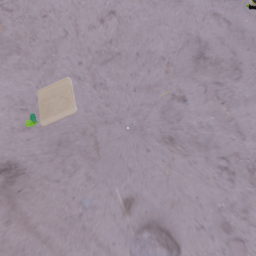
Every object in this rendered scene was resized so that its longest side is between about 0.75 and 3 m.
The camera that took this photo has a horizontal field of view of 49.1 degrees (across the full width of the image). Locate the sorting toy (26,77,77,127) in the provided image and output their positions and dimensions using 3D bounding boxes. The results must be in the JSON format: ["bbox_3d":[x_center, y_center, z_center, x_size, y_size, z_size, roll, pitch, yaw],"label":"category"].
[{"bbox_3d":[-1.566,-0.444,5.580,1.151,0.169,0.851,-23,62,10],"label":"sorting toy"}]

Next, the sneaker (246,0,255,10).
[{"bbox_3d":[3.523,-3.078,7.021,1.099,0.455,0.394,11,68,-4],"label":"sneaker"}]
